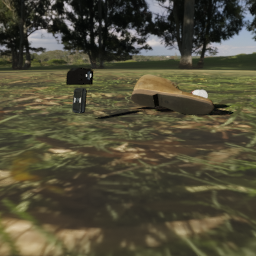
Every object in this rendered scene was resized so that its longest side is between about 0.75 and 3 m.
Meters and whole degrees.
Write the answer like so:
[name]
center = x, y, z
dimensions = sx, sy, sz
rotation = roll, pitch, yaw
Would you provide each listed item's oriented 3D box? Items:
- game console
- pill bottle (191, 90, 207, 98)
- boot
[game console]
center = -1.576, -1.201, 8.934
dimensions = 0.870, 1.475, 0.178
rotation = 2, -6, 15
[pill bottle]
center = 2.641, -1.161, 10.919
dimensions = 0.569, 0.569, 1.022
rotation = -4, -5, -17
[boot]
center = 1.618, -1.218, 9.773
dimensions = 2.857, 1.052, 1.078
rotation = 14, 61, 10
